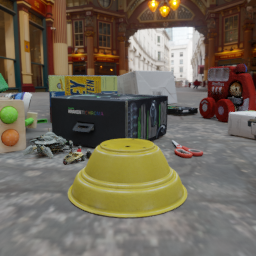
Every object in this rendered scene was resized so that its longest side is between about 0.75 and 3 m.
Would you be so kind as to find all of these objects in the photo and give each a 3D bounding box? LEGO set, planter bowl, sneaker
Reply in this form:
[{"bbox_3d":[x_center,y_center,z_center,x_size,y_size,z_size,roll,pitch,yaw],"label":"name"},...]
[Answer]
[{"bbox_3d":[-1.639,0.345,6.443,1.908,0.541,1.239,4,10,26],"label":"LEGO set"},{"bbox_3d":[-0.004,0.595,4.269,1.816,0.756,1.816,1,9,0],"label":"planter bowl"},{"bbox_3d":[-4.452,-0.761,9.699,1.823,1.003,2.490,15,-18,-26],"label":"sneaker"}]

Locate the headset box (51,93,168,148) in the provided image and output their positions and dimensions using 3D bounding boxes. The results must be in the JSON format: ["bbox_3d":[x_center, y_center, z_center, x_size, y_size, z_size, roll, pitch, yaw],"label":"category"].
[{"bbox_3d":[-0.481,-0.300,8.030,2.422,1.290,2.781,6,11,28],"label":"headset box"}]

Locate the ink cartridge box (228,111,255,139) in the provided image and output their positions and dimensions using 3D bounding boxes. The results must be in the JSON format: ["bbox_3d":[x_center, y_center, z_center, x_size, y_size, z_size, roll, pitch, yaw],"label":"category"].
[{"bbox_3d":[4.117,-0.071,8.418,1.253,0.723,1.716,-6,11,-33],"label":"ink cartridge box"}]

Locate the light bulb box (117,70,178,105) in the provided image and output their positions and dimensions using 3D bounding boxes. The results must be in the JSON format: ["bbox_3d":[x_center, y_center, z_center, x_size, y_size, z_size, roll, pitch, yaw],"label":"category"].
[{"bbox_3d":[0.603,-1.957,15.286,2.887,1.818,2.913,-8,1,-40],"label":"light bulb box"}]

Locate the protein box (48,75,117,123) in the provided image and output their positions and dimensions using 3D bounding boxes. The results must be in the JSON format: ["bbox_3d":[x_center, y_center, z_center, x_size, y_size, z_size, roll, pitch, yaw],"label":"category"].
[{"bbox_3d":[-2.070,-1.409,12.836,2.833,1.925,2.854,-2,9,-11],"label":"protein box"}]

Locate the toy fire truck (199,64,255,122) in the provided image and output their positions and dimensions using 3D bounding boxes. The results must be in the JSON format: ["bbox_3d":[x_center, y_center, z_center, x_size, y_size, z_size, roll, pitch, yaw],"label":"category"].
[{"bbox_3d":[4.459,-1.581,12.420,1.609,2.409,2.869,-3,10,-20],"label":"toy fire truck"}]

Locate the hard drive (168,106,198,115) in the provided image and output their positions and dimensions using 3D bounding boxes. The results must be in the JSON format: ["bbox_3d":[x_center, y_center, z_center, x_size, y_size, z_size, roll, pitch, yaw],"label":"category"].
[{"bbox_3d":[2.538,-0.926,14.797,1.323,0.358,1.894,-7,11,-36],"label":"hard drive"}]

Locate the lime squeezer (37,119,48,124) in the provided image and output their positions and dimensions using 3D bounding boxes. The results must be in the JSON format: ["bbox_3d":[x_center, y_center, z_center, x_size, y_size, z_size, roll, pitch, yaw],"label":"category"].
[{"bbox_3d":[-4.104,-0.009,8.796,1.035,0.553,2.931,22,21,39],"label":"lime squeezer"}]

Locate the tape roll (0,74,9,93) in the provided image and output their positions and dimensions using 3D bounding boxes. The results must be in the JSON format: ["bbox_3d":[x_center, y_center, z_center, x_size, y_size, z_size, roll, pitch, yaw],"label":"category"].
[{"bbox_3d":[-5.379,-1.076,9.544,2.490,0.599,2.490,-25,13,6],"label":"tape roll"}]

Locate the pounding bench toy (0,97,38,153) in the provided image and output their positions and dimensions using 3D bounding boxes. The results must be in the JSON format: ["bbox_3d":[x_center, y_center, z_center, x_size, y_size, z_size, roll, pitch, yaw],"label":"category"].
[{"bbox_3d":[-3.070,-0.129,7.160,2.005,1.246,1.564,-7,12,-37],"label":"pounding bench toy"}]

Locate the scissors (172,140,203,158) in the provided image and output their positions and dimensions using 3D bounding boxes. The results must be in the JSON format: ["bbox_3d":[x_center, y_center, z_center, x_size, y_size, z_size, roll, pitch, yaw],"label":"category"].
[{"bbox_3d":[1.237,0.473,6.959,0.612,0.116,1.672,-5,12,-17],"label":"scissors"}]
